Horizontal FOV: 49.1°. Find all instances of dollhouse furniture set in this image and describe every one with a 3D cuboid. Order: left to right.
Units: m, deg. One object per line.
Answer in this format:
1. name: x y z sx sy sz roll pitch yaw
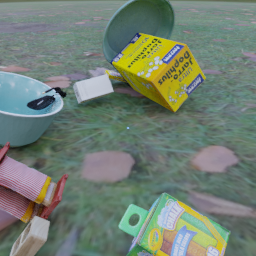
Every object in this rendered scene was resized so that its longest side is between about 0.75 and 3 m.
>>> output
1. dollhouse furniture set: -1.544 1.207 3.551 1.084 0.819 2.015 32 21 -18

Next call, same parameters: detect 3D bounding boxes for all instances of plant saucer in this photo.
1. plant saucer: 0.282 -3.104 9.040 2.643 2.643 0.475 -16 56 -26

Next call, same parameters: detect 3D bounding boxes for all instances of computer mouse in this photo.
1. computer mouse: -1.872 -0.628 6.346 0.950 0.219 0.667 -21 -10 -3

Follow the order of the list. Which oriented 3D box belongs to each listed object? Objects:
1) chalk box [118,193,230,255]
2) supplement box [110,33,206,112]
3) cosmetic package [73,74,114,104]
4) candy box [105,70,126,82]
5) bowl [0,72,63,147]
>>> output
1. chalk box: 0.465 1.319 3.357 1.154 0.714 0.718 29 55 7
2. supplement box: 0.791 -1.716 8.239 1.332 1.340 2.447 -48 38 -3
3. cosmetic package: -1.020 -1.153 8.257 1.040 0.587 0.422 -18 -1 -26
4. candy box: -0.221 -1.774 9.821 1.135 0.150 0.580 9 23 -23
5. bowl: -2.610 -0.337 6.250 2.093 1.095 2.093 18 24 -8
